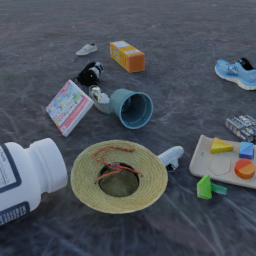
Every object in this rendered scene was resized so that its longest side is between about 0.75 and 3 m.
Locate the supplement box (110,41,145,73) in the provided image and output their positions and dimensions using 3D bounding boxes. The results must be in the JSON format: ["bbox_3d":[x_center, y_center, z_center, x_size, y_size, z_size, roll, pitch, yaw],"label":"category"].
[{"bbox_3d":[-0.084,-3.739,14.497,0.927,0.896,2.694,-14,34,-17],"label":"supplement box"}]

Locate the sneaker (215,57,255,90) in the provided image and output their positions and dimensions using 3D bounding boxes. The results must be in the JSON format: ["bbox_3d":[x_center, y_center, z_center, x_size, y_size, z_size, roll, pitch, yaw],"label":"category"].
[{"bbox_3d":[4.970,-2.647,12.467,1.006,1.154,2.566,-16,35,-23],"label":"sneaker"}]

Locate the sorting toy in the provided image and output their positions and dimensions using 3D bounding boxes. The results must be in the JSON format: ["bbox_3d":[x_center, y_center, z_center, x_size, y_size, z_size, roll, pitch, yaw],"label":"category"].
[{"bbox_3d":[2.657,1.025,7.263,1.989,0.396,2.691,13,34,19],"label":"sorting toy"}]

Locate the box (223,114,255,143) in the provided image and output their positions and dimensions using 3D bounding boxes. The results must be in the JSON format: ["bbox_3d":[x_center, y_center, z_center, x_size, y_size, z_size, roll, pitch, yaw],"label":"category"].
[{"bbox_3d":[3.842,-0.010,9.032,0.962,0.293,1.193,-9,32,-17],"label":"box"}]

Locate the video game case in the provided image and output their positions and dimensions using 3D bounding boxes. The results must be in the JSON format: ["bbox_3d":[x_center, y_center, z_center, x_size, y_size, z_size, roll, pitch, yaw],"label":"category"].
[{"bbox_3d":[-2.027,-0.734,9.475,1.419,0.173,1.985,-51,42,3],"label":"video game case"}]

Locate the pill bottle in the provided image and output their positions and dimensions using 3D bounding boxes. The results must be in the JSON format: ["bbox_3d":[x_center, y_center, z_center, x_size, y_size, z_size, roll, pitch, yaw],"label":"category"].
[{"bbox_3d":[-2.724,1.198,5.854,2.645,1.582,1.582,-20,37,-29],"label":"pill bottle"}]

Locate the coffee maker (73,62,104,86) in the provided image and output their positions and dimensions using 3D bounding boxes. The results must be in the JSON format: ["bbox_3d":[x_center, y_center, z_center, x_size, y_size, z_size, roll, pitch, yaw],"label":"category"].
[{"bbox_3d":[-1.745,-2.431,12.471,1.144,0.802,1.191,5,31,9],"label":"coffee maker"}]

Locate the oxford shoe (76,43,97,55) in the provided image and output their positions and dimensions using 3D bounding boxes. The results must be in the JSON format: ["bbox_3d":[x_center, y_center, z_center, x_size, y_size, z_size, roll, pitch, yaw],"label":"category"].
[{"bbox_3d":[-2.416,-4.587,16.280,0.605,0.465,1.609,24,41,28],"label":"oxford shoe"}]

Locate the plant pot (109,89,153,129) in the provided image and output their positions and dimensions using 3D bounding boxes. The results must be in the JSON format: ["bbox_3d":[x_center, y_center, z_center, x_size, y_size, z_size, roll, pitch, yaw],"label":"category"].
[{"bbox_3d":[0.013,-0.752,9.500,1.237,1.237,1.212,-15,26,-23],"label":"plant pot"}]

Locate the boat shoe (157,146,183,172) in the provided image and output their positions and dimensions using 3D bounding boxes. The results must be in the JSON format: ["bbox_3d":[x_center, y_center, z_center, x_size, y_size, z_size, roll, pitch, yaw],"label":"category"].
[{"bbox_3d":[1.020,0.954,7.385,1.471,0.513,0.524,-22,59,-35],"label":"boat shoe"}]

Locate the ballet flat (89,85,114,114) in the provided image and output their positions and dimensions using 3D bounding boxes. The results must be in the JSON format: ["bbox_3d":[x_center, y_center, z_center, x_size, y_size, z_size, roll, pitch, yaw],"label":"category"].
[{"bbox_3d":[-1.046,-1.122,10.566,0.606,0.573,1.798,-15,35,-23],"label":"ballet flat"}]

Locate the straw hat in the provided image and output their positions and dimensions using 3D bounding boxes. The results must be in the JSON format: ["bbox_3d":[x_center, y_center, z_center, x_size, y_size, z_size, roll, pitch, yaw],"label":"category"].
[{"bbox_3d":[-0.202,1.299,6.297,2.217,0.938,2.217,1,35,-1],"label":"straw hat"}]
